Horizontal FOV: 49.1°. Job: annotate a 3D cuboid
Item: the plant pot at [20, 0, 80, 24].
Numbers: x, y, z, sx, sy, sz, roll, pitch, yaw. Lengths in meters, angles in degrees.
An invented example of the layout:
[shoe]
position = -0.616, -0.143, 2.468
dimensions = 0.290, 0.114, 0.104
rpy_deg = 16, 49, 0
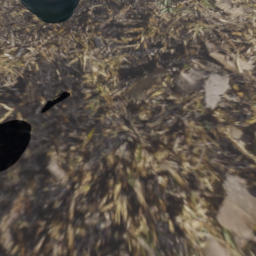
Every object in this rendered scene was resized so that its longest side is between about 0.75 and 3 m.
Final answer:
[plant pot]
position = -1.876, -3.312, 6.792
dimensions = 1.712, 1.147, 1.712
rpy_deg = 2, 65, -4
